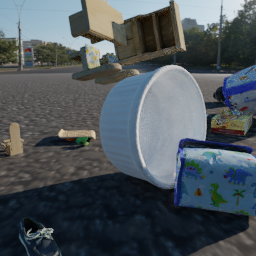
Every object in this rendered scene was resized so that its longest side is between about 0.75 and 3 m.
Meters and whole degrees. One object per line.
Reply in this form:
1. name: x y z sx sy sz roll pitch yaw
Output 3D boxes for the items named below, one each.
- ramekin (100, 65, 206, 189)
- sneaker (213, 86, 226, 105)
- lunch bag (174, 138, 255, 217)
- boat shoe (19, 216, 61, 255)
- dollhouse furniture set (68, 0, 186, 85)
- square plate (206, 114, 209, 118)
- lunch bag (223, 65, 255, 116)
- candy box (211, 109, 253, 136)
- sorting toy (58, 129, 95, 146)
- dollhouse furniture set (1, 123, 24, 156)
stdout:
1. ramekin: 0.472 -0.026 5.079 1.015 2.083 2.083 3 12 44
2. sneaker: 4.805 -1.625 14.202 2.577 0.967 1.488 2 4 -41
3. lunch bag: 1.385 0.682 4.495 1.229 0.921 1.445 8 8 9
4. boat shoe: -1.044 1.289 3.278 0.317 0.261 0.846 -10 17 -35
5. dollhouse furniture set: 0.001 -2.295 6.241 1.759 2.321 2.648 -10 -1 27
6. square plate: 1.659 -0.276 9.671 2.006 0.288 2.025 5 14 21
7. lunch bag: 4.999 -1.491 10.317 2.548 1.856 2.998 -16 -3 29
8. candy box: 3.377 -0.216 9.008 0.988 0.473 1.712 8 16 29
9. sorting toy: -1.403 0.250 7.688 1.001 0.199 1.354 3 10 -7
10. dollhouse furniture set: -3.643 0.147 6.648 1.831 0.894 1.562 13 18 42
